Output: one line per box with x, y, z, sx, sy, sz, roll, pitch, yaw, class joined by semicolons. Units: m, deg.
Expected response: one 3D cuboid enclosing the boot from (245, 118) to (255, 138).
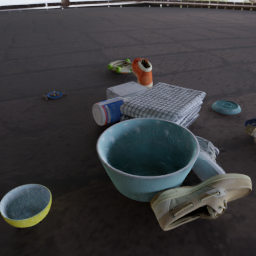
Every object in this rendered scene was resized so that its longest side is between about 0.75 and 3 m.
5.649;-0.127;11.054;1.888;0.687;0.853;-5;36;-8;boot

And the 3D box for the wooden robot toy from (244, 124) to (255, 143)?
5.291;0.450;10.326;1.940;0.855;0.880;17;-1;27;wooden robot toy

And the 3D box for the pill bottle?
-0.557;-0.777;11.932;1.721;0.966;0.966;-19;35;-30;pill bottle

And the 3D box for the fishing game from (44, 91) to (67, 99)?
-3.753;-1.746;14.404;1.115;0.173;0.799;-13;35;-22;fishing game

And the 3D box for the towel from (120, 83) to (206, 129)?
1.452;-0.716;11.588;2.470;1.276;2.983;19;37;32;towel

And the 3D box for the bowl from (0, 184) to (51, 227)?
-2.576;2.114;7.205;1.263;0.680;1.263;1;30;-1;bowl

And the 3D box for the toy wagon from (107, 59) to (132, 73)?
-0.141;-3.888;17.835;2.227;0.441;1.728;27;40;37;toy wagon

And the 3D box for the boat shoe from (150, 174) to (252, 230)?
2.048;1.947;7.274;2.856;1.030;0.928;-9;45;-15;boat shoe

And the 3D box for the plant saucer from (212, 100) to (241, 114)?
4.615;-1.006;13.114;1.305;0.179;1.305;0;29;0;plant saucer

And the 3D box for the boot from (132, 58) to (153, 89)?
0.814;-3.397;15.467;0.995;1.423;2.653;-10;43;-7;boot

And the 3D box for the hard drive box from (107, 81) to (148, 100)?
-0.037;-1.663;13.781;1.634;0.627;1.273;-20;35;-30;hard drive box

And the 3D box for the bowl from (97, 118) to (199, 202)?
0.549;1.034;8.177;2.852;1.492;2.852;0;32;0;bowl

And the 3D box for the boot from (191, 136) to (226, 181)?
2.541;0.936;9.009;1.165;0.896;2.437;-20;35;-21;boot
